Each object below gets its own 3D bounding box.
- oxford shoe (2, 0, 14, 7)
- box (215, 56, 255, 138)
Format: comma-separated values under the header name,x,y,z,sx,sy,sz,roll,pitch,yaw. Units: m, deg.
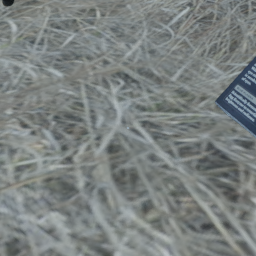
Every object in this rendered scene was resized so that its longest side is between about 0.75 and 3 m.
name,x,y,z,sx,sy,sz,roll,pitch,yaw
oxford shoe,-2.848,-3.390,6.829,0.383,0.330,0.908,18,80,51
box,2.639,-0.555,4.284,1.900,1.869,1.116,-50,54,16
